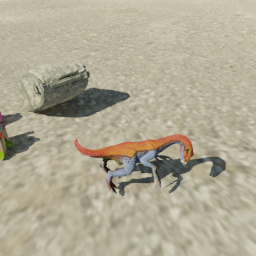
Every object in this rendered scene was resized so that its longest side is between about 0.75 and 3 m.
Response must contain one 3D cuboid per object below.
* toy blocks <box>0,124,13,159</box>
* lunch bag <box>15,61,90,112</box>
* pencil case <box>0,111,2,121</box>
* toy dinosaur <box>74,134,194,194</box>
[{"bbox_3d":[-3.566,0.196,7.635,0.603,0.825,1.207,-9,31,-11],"label":"toy blocks"},{"bbox_3d":[-2.445,-1.445,9.305,1.995,1.390,1.674,-27,18,-38],"label":"lunch bag"},{"bbox_3d":[-4.693,-0.308,8.496,0.681,0.703,1.501,-7,13,42],"label":"pencil case"},{"bbox_3d":[0.322,0.618,6.217,2.041,2.249,1.181,-38,34,13],"label":"toy dinosaur"}]
